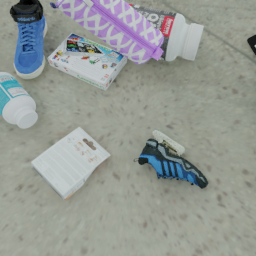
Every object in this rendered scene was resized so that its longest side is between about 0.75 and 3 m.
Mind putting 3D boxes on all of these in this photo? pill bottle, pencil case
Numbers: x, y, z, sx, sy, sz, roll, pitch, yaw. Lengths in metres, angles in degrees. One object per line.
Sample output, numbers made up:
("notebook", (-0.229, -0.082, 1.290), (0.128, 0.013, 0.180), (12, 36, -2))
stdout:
("pill bottle", (-3.466, -0.795, 8.416), (0.999, 0.999, 1.803), (-37, 66, -19))
("pill bottle", (1.008, -3.150, 9.457), (2.808, 1.554, 1.554), (15, 61, 9))
("pencil case", (-0.312, -2.156, 5.539), (0.938, 2.236, 0.956), (-60, 29, 5))

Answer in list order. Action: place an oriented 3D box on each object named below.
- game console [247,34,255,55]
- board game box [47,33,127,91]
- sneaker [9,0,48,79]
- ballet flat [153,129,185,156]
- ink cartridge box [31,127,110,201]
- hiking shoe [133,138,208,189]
("game console", (5.121, -2.881, 10.142), (1.097, 0.726, 1.247), (-27, 58, 19))
("board game box", (-1.382, -2.335, 9.653), (2.319, 0.401, 1.464), (26, 63, 14))
("sneaker", (-3.405, -3.199, 9.439), (1.130, 1.638, 2.944), (1, 60, 0))
("ballet flat", (1.114, 0.443, 8.044), (1.113, 0.399, 0.399), (33, 65, 18))
("ink cartridge box", (-1.572, 0.933, 7.821), (1.399, 0.432, 1.724), (39, 59, 21))
("hiking shoe", (1.188, 1.121, 7.590), (1.984, 0.738, 0.860), (34, 89, 17))
